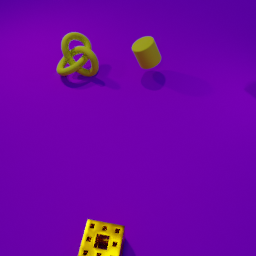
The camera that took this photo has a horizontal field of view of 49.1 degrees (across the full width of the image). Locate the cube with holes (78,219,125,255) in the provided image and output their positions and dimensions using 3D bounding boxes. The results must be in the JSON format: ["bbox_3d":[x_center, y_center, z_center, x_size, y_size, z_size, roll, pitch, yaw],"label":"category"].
[{"bbox_3d":[-0.559,2.691,6.317,0.855,0.855,0.855,8,52,6],"label":"cube with holes"}]

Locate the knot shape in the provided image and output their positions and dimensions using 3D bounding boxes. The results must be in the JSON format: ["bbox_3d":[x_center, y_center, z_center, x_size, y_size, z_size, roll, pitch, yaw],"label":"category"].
[{"bbox_3d":[-1.946,-2.481,10.172,1.574,0.777,1.682,-32,83,11],"label":"knot shape"}]

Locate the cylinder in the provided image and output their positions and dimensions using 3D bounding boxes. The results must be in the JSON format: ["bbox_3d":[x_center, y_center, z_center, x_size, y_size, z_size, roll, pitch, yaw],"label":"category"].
[{"bbox_3d":[0.661,-2.650,9.887,0.820,0.820,0.820,-17,46,18],"label":"cylinder"}]
